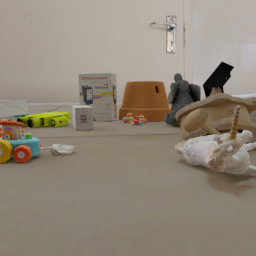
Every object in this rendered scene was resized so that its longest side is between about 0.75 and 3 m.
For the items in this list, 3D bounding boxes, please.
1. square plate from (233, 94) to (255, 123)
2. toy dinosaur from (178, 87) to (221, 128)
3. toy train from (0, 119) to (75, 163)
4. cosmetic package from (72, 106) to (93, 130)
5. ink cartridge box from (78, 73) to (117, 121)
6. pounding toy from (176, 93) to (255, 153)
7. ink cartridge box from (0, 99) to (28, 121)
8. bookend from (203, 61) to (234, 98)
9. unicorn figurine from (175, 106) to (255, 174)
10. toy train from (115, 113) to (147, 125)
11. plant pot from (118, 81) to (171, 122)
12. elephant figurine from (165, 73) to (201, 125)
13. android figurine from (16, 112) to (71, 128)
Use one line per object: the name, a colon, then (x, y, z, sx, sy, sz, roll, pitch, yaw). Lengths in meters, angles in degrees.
square plate: (4.183, -0.413, 8.517, 2.565, 0.368, 2.589, 26, 1, -8)
toy dinosaur: (2.802, -0.506, 10.699, 1.422, 2.098, 0.900, 2, 44, -26)
toy train: (-2.807, 0.146, 6.725, 2.952, 0.821, 2.217, 4, 8, 35)
cosmetic package: (-1.879, -0.451, 11.474, 0.721, 0.914, 1.699, -2, 8, -14)
ink cartridge box: (-1.569, -1.645, 14.789, 1.810, 2.491, 1.090, 1, 7, 13)
pounding toy: (2.207, 0.182, 7.026, 2.761, 1.584, 1.579, 7, -26, -33)
ink cartridge box: (-5.674, -0.700, 12.778, 1.299, 0.748, 2.243, -13, 1, -45)
bookend: (3.923, -1.875, 12.026, 0.618, 1.333, 1.341, 37, -6, 31)
unicorn figurine: (1.692, 0.405, 4.857, 1.700, 0.914, 2.476, -1, -12, -25)
toy train: (0.201, -0.439, 13.274, 1.668, 0.464, 1.253, 7, 9, 43)
plant pot: (0.931, -1.497, 15.429, 2.968, 2.078, 2.968, 0, 6, 0)
elephant figurine: (2.338, -1.365, 12.172, 1.717, 2.426, 1.882, -2, 1, -41)
android figurine: (-3.647, -0.382, 12.599, 2.210, 0.499, 2.428, 3, 10, 32)
